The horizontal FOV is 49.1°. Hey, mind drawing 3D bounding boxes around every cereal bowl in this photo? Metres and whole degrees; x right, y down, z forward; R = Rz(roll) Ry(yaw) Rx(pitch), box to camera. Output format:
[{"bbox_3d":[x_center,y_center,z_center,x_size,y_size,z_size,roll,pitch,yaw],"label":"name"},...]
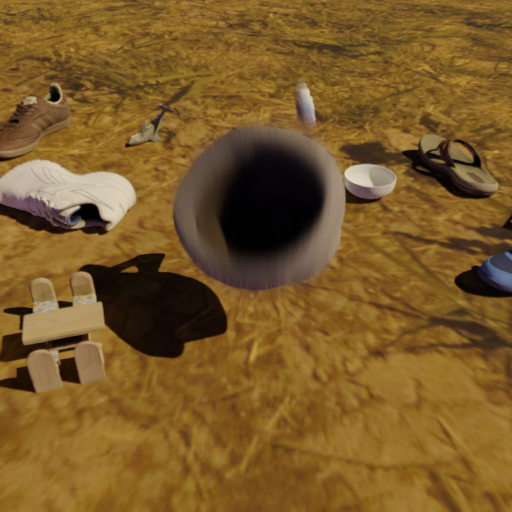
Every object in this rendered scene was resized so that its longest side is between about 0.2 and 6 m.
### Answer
[{"bbox_3d":[2.644,-1.674,13.136,1.194,0.497,1.194,0,34,0],"label":"cereal bowl"}]

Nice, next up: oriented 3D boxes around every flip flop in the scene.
[{"bbox_3d":[5.039,-2.424,13.930,1.163,0.826,2.868,-6,35,-9],"label":"flip flop"}]

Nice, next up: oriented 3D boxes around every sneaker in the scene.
[{"bbox_3d":[-4.221,-1.241,12.022,3.084,1.149,1.343,4,40,7],"label":"sneaker"},{"bbox_3d":[5.275,-0.008,10.239,2.556,1.051,0.945,-10,38,-11],"label":"sneaker"},{"bbox_3d":[-6.408,-3.826,15.611,1.148,1.231,3.259,9,35,13],"label":"sneaker"}]

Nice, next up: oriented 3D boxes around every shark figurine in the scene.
[{"bbox_3d":[-2.799,-3.535,15.665,0.642,1.538,0.919,47,10,1],"label":"shark figurine"}]

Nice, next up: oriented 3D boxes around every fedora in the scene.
[{"bbox_3d":[0.206,-0.570,8.486,2.776,1.254,2.455,26,83,36],"label":"fedora"}]

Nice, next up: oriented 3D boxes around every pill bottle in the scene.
[{"bbox_3d":[1.057,-3.260,12.236,0.377,0.672,0.377,-9,3,0],"label":"pill bottle"}]

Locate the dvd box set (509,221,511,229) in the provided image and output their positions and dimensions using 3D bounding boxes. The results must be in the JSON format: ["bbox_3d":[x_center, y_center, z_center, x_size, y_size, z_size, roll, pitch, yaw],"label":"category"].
[{"bbox_3d":[6.085,-0.770,12.111,0.851,0.171,1.163,23,40,29],"label":"dvd box set"}]

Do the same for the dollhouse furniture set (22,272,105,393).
[{"bbox_3d":[-3.429,0.951,8.534,2.085,1.385,1.827,-10,36,-14],"label":"dollhouse furniture set"}]
